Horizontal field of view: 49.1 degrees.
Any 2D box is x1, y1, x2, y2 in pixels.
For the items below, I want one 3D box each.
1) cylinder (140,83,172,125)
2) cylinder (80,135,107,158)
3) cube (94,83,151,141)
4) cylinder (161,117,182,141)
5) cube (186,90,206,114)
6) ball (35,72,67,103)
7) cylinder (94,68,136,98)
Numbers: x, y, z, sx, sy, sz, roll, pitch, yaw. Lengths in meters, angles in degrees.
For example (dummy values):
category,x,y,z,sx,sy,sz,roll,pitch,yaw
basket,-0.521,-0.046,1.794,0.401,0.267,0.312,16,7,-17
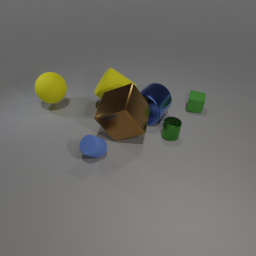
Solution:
category,x,y,z,sx,sy,sz,roll,pitch,yaw
cylinder,0.990,-1.041,12.028,1.400,1.400,1.400,16,36,23
cylinder,-1.176,0.632,9.575,0.700,0.700,0.700,19,-4,28
cube,-0.164,-0.570,10.453,1.400,1.400,1.400,-14,43,31
cylinder,1.703,0.028,10.962,0.700,0.700,0.700,3,36,-2
cube,3.104,-1.192,12.779,0.700,0.700,0.700,13,45,9
ball,-3.481,-1.815,12.681,1.400,1.400,1.400,0,32,0
cylinder,-0.571,-1.740,12.596,1.400,1.400,1.400,31,28,-18
